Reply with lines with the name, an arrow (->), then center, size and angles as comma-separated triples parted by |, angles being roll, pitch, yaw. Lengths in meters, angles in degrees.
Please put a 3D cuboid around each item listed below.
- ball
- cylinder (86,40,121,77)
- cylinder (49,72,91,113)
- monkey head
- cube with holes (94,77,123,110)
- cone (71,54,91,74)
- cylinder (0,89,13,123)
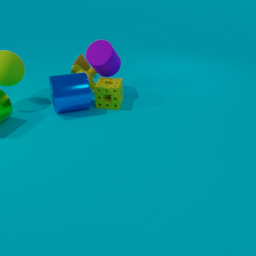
ball -> -3.748, -1.823, 8.608 | 1.095, 1.095, 1.095 | 0, 32, 0
cylinder -> -0.802, -2.299, 9.342 | 0.937, 0.937, 0.937 | 12, -9, 18
cylinder -> -1.786, -1.100, 8.636 | 1.114, 1.114, 1.114 | -10, 34, -15
monkey head -> -1.388, -1.771, 9.703 | 0.874, 1.214, 0.732 | -44, 17, -4
cube with holes -> -0.599, -1.115, 9.004 | 0.758, 0.758, 0.758 | 4, 33, 7
cone -> -1.647, -2.303, 11.038 | 0.887, 0.884, 0.884 | 30, 35, -4
cylinder -> -3.961, -0.508, 7.785 | 1.027, 1.027, 1.027 | 12, 34, 18
